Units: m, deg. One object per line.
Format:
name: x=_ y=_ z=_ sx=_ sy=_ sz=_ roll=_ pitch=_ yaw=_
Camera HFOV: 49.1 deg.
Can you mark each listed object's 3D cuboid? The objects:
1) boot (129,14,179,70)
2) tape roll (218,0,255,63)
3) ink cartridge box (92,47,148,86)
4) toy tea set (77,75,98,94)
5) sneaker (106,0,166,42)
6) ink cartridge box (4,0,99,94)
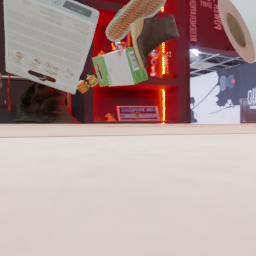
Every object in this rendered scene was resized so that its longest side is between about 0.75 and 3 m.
boot: x=0.769 y=-2.395 z=7.669 sx=1.302 sy=1.566 sz=0.566 roll=-10 pitch=-19 yaw=2
tape roll: x=3.348 y=-2.903 z=7.857 sx=0.737 sy=2.108 sz=2.108 roll=-28 pitch=-5 yaw=11
ink cartridge box: x=-0.358 y=-2.253 z=10.483 sx=0.694 sy=1.215 sz=2.341 roll=-27 pitch=20 yaw=-31
toy tea set: x=-1.508 y=-1.708 z=10.198 sx=0.795 sy=0.495 sz=1.337 roll=-35 pitch=17 yaw=4
sneaker: x=0.211 y=-3.740 z=8.985 sx=2.291 sy=0.818 sz=0.915 roll=-33 pitch=29 yaw=19
ink cartridge box: x=-2.190 y=-2.330 z=7.676 sx=2.233 sy=0.784 sz=2.747 roll=18 pitch=-33 yaw=-10
